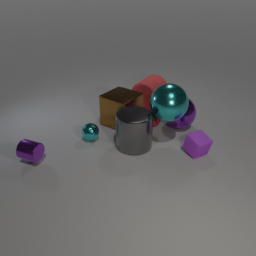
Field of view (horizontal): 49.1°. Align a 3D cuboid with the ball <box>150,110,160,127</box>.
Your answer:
[{"bbox_3d":[0.959,-0.366,11.295,0.700,0.700,0.700,0,29,0],"label":"ball"}]

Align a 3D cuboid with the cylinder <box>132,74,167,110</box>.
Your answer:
[{"bbox_3d":[1.077,-1.761,13.751,1.400,1.400,1.400,17,36,28],"label":"cylinder"}]

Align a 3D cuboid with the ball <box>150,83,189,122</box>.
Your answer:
[{"bbox_3d":[1.497,-0.927,10.211,1.400,1.400,1.400,0,29,0],"label":"ball"}]

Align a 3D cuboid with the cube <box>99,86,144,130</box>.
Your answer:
[{"bbox_3d":[-0.278,-0.839,12.257,1.400,1.400,1.400,20,35,31],"label":"cube"}]

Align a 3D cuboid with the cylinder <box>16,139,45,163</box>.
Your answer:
[{"bbox_3d":[-3.395,0.786,9.759,0.700,0.700,0.700,13,32,14],"label":"cylinder"}]

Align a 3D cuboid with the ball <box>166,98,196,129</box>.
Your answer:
[{"bbox_3d":[2.192,-0.663,11.937,1.400,1.400,1.400,0,29,0],"label":"ball"}]

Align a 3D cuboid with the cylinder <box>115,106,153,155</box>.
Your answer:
[{"bbox_3d":[0.235,0.084,10.611,1.400,1.400,1.400,0,29,0],"label":"cylinder"}]

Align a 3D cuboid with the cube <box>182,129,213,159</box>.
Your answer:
[{"bbox_3d":[2.545,0.593,10.269,0.700,0.700,0.700,-17,49,-28],"label":"cube"}]

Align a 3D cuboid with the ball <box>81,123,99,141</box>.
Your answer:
[{"bbox_3d":[-1.493,0.148,11.115,0.700,0.700,0.700,0,29,0],"label":"ball"}]
